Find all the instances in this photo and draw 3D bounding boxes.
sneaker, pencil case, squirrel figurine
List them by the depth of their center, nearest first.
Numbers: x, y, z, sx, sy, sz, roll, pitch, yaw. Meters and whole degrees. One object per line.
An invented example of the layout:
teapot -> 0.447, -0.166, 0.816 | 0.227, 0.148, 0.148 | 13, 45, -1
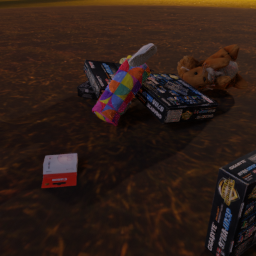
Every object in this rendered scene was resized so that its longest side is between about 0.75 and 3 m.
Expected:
sneaker -> 0.457, -2.466, 9.475 | 1.087, 0.415, 0.438 | -34, 44, -2
pencil case -> -0.183, -1.349, 10.130 | 1.151, 1.151, 2.605 | 29, 79, 40
squirrel figurine -> 3.441, -2.406, 12.795 | 2.664, 2.020, 2.855 | -25, 23, -20

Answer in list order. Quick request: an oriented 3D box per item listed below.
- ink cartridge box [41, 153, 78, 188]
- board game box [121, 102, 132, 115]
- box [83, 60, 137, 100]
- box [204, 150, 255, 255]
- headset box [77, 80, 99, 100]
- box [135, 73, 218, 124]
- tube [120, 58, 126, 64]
ink cartridge box -> -1.865, 1.142, 7.719 | 0.931, 0.327, 1.145 | -4, 26, -7
board game box -> -0.322, -1.000, 10.972 | 0.307, 0.996, 0.995 | -25, 32, 29
box -> -0.754, -2.138, 12.345 | 1.884, 0.545, 2.371 | 0, 40, -27
box -> 2.737, 1.305, 5.623 | 2.574, 2.046, 0.592 | -19, 35, -29
headset box -> -1.523, -1.808, 12.656 | 0.983, 0.510, 1.321 | 12, 31, 19
box -> 1.608, -1.273, 10.915 | 2.370, 0.686, 2.982 | -6, 35, -29
tube -> -0.114, -3.142, 15.070 | 0.575, 0.643, 2.215 | 31, 24, -23
